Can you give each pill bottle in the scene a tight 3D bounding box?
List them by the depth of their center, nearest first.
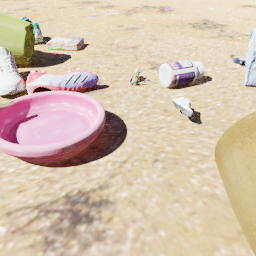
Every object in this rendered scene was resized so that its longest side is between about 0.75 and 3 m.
[{"bbox_3d":[1.982,-2.017,10.240,1.537,0.856,0.856,-13,35,-20],"label":"pill bottle"}]

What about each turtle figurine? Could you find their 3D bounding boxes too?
[{"bbox_3d":[0.473,-1.908,10.373,0.563,0.783,0.759,36,30,-7],"label":"turtle figurine"}]

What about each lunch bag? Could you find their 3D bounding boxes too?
[{"bbox_3d":[5.791,-2.719,10.478,2.483,1.862,2.928,9,44,16],"label":"lunch bag"}]

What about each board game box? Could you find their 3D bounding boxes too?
[{"bbox_3d":[-3.155,-4.304,14.270,1.559,0.361,1.181,6,33,9],"label":"board game box"}]

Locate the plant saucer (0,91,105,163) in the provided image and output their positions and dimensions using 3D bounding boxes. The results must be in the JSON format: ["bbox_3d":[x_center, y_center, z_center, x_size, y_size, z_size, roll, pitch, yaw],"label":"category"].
[{"bbox_3d":[-2.038,-0.050,7.280,2.923,0.741,2.923,0,33,0],"label":"plant saucer"}]

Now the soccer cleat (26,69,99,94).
[{"bbox_3d":[-2.207,-1.470,9.643,2.450,0.817,0.937,-2,67,-16],"label":"soccer cleat"}]

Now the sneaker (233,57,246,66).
[{"bbox_3d":[4.867,-2.856,12.071,0.793,0.297,0.335,26,36,34],"label":"sneaker"}]

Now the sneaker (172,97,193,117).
[{"bbox_3d":[1.641,-0.661,8.042,0.407,0.357,1.015,-26,32,-3],"label":"sneaker"}]

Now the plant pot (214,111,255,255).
[{"bbox_3d":[2.600,1.274,4.154,2.320,2.320,2.489,4,47,6],"label":"plant pot"}]

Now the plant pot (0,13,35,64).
[{"bbox_3d":[-5.307,-3.726,11.736,2.435,2.649,2.649,10,32,-7],"label":"plant pot"}]

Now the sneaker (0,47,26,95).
[{"bbox_3d":[-4.388,-2.087,9.860,1.079,1.376,2.770,-17,36,-25],"label":"sneaker"}]

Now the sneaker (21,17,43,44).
[{"bbox_3d":[-5.532,-5.465,15.328,1.157,1.189,2.986,-27,41,-36],"label":"sneaker"}]

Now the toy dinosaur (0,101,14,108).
[{"bbox_3d":[-4.367,0.015,7.016,2.903,0.689,1.279,-13,54,-2],"label":"toy dinosaur"}]
